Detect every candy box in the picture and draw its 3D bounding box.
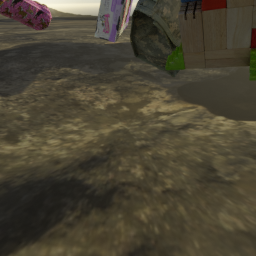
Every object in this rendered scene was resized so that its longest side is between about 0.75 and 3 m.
[{"bbox_3d":[-0.275,-3.022,6.957,0.556,1.304,1.554,17,36,1],"label":"candy box"}]

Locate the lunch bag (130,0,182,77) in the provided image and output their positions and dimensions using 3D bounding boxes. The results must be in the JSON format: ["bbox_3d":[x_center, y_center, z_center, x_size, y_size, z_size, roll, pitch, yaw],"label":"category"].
[{"bbox_3d":[1.180,-2.910,6.755,1.664,2.321,2.830,30,-4,12],"label":"lunch bag"}]

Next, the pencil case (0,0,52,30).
[{"bbox_3d":[-2.823,-3.141,7.213,0.817,0.782,1.889,32,12,19],"label":"pencil case"}]

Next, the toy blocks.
[{"bbox_3d":[1.843,-1.890,4.133,2.818,1.926,1.408,2,51,22],"label":"toy blocks"}]
